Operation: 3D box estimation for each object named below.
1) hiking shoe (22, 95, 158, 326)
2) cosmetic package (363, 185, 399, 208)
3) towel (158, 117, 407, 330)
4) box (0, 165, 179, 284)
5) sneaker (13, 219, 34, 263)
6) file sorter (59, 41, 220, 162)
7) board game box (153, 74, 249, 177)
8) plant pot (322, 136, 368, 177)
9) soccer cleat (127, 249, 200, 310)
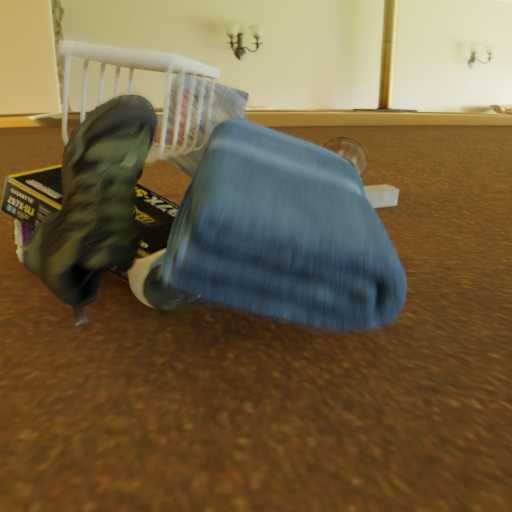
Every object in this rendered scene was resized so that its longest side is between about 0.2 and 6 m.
[{"bbox_3d":[-1.875,-0.557,7.268,1.506,2.991,1.133,44,26,25],"label":"hiking shoe"},{"bbox_3d":[2.998,-1.513,14.301,1.114,0.503,0.595,-5,23,-24],"label":"cosmetic package"},{"bbox_3d":[0.399,-0.719,8.237,2.829,1.230,5.067,17,23,-6],"label":"towel"},{"bbox_3d":[-2.518,-0.680,9.876,2.872,0.709,2.293,28,23,11],"label":"box"},{"bbox_3d":[-3.528,-0.648,10.691,1.184,1.144,2.838,6,19,14],"label":"sneaker"},{"bbox_3d":[-1.818,-2.471,9.159,1.728,1.550,2.490,10,16,9],"label":"file sorter"},{"bbox_3d":[-1.415,-2.605,11.388,2.025,2.027,0.625,19,14,12],"label":"board game box"},{"bbox_3d":[2.406,-2.528,16.042,1.470,1.470,1.455,5,26,13],"label":"plant pot"},{"bbox_3d":[-0.650,0.066,8.749,2.817,0.984,1.216,-11,23,-30],"label":"soccer cleat"}]
